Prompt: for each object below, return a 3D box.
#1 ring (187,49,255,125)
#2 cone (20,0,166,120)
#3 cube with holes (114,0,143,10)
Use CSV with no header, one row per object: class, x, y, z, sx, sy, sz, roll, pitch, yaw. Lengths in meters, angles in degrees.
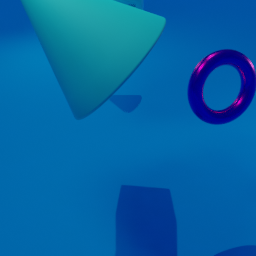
ring,1.367,-0.573,4.047,1.097,1.097,0.219,-10,21,-13
cone,-0.715,-1.234,3.255,1.642,1.636,1.636,40,32,-19
cube with holes,-0.288,-2.491,4.441,1.000,1.000,1.000,-2,59,7
